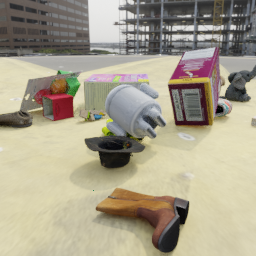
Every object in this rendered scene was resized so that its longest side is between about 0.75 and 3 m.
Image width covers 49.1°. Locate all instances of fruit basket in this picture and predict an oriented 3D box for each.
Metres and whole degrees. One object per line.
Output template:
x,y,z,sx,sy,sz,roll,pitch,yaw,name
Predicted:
-3.333,-1.599,11.883,2.404,2.226,1.127,-14,66,-37,fruit basket

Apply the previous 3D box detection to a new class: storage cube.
-2.808,-0.873,11.235,0.938,0.892,1.043,-14,23,-39,storage cube

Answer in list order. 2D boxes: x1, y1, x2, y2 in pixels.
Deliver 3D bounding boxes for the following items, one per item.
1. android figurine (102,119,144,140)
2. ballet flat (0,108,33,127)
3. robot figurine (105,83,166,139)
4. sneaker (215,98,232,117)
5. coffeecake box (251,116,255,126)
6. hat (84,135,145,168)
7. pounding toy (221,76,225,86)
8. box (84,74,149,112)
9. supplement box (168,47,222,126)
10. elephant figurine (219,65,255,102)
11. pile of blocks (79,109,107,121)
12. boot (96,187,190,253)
-0.127,0.009,9.361,1.501,0.339,1.649,-8,25,-23,android figurine
-4.845,-0.391,10.173,2.738,0.635,0.923,0,18,1,ballet flat
0.150,-0.545,8.584,1.874,1.248,2.210,-48,50,-6,robot figurine
3.021,-0.918,11.471,2.315,0.815,1.082,12,16,24,sneaker
5.013,-0.264,10.324,0.633,0.301,0.825,17,24,41,coffeecake box
-0.372,0.642,7.089,1.587,0.640,1.587,8,13,-2,hat
4.113,-2.026,15.106,2.693,1.545,1.540,-11,47,-3,pounding toy
-0.444,-1.701,12.993,2.800,1.354,2.463,1,18,2,box
2.590,-1.595,10.480,1.433,1.817,2.776,1,37,26,supplement box
5.628,-2.327,14.086,1.444,1.862,1.317,-13,22,-35,elephant figurine
-1.400,-0.445,10.952,1.202,0.494,0.374,-2,-27,-35,pile of blocks
0.152,1.444,4.803,1.551,0.531,1.460,7,20,22,boot
